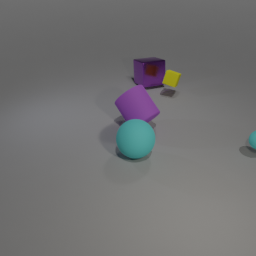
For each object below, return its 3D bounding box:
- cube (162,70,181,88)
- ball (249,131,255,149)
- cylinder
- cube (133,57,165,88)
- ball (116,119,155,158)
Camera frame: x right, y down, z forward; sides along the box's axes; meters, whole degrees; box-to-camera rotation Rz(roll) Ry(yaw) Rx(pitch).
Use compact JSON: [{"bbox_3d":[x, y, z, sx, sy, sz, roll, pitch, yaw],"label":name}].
[{"bbox_3d":[2.296,-2.588,14.635,0.700,0.700,0.700,23,20,14],"label":"cube"},{"bbox_3d":[4.642,0.425,9.892,0.700,0.700,0.700,0,30,0],"label":"ball"},{"bbox_3d":[0.386,-0.835,11.647,1.400,1.400,1.400,-27,81,-38],"label":"cylinder"},{"bbox_3d":[1.226,-3.246,16.168,1.400,1.400,1.400,-11,24,-19],"label":"cube"},{"bbox_3d":[0.274,0.384,10.011,1.400,1.400,1.400,0,30,0],"label":"ball"}]
